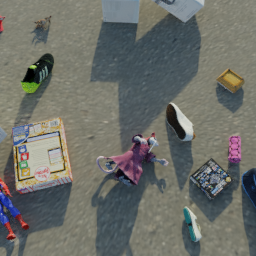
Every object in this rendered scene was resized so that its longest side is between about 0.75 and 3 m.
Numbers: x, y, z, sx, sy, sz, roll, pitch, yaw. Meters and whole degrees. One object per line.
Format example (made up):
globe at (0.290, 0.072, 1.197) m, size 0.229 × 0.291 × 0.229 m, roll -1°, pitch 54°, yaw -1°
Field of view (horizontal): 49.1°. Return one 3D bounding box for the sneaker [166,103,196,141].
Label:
sneaker at (1.798, -0.183, 9.536) m, size 0.658 × 0.566 × 1.554 m, roll 6°, pitch 49°, yaw -33°

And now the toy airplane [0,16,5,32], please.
toy airplane at (-6.105, -4.340, 11.681) m, size 2.063 × 0.379 × 2.063 m, roll 0°, pitch 65°, yaw -1°

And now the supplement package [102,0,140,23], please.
supplement package at (-0.269, -5.247, 11.723) m, size 1.498 × 1.137 × 1.129 m, roll 3°, pitch 63°, yaw 2°

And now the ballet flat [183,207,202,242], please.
ballet flat at (1.870, 2.747, 8.073) m, size 0.338 × 0.338 × 0.972 m, roll -12°, pitch 67°, yaw -6°

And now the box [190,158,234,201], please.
box at (2.595, 1.574, 8.690) m, size 0.969 × 0.241 × 0.962 m, roll -36°, pitch 69°, yaw -17°

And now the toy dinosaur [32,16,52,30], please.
toy dinosaur at (-3.595, -4.457, 11.785) m, size 0.857 × 0.368 × 0.581 m, roll 7°, pitch 51°, yaw 21°

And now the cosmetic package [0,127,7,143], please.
cosmetic package at (-5.753, 0.305, 8.175) m, size 2.765 × 1.705 × 2.774 m, roll 29°, pitch 66°, yaw 13°

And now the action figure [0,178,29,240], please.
action figure at (-3.781, 2.129, 8.252) m, size 0.753 × 0.595 × 2.301 m, roll -38°, pitch 66°, yaw -15°

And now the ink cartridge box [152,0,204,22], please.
ink cartridge box at (1.728, -6.028, 11.458) m, size 2.827 × 1.199 × 2.059 m, roll 25°, pitch 61°, yaw -23°

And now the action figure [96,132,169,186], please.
action figure at (0.269, 0.889, 8.830) m, size 1.485 × 1.336 × 1.994 m, roll -2°, pitch 36°, yaw 48°

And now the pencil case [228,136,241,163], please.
pencil case at (3.453, 0.675, 9.093) m, size 0.405 × 0.393 × 0.865 m, roll 2°, pitch 59°, yaw 17°

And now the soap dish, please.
soap dish at (3.807, -1.768, 10.366) m, size 0.670 × 0.346 × 0.851 m, roll -40°, pitch 70°, yaw -19°

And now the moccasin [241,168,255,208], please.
moccasin at (4.196, 2.324, 7.926) m, size 1.052 × 0.891 × 2.614 m, roll -30°, pitch 67°, yaw -15°

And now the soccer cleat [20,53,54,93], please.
soccer cleat at (-3.299, -2.140, 10.322) m, size 0.635 × 0.762 × 1.880 m, roll 18°, pitch 64°, yaw 9°

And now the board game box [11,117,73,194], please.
board game box at (-2.759, 0.827, 8.925) m, size 1.626 × 0.497 × 2.147 m, roll -12°, pitch 63°, yaw -6°
